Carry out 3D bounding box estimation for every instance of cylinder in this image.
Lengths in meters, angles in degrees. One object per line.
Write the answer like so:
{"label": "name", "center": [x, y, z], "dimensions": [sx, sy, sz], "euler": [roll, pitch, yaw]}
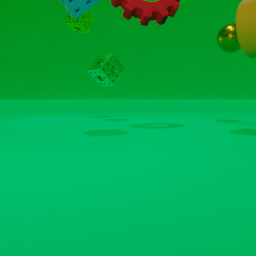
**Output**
{"label": "cylinder", "center": [3.285, -2.314, 6.098], "dimensions": [1.346, 1.346, 1.346], "euler": [-6, 3, -43]}

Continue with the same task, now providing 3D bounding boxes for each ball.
{"label": "ball", "center": [3.610, -3.129, 9.773], "dimensions": [0.987, 0.987, 0.987], "euler": [0, 6, 0]}

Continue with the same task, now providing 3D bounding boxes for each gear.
{"label": "gear", "center": [0.456, -3.606, 7.372], "dimensions": [1.938, 1.938, 0.358], "euler": [-2, -19, -14]}

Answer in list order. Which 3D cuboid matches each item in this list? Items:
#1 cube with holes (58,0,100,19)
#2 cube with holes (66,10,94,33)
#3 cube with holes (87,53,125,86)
{"label": "cube with holes", "center": [-1.125, -3.017, 5.748], "dimensions": [0.862, 0.862, 0.862], "euler": [-37, -26, -1]}
{"label": "cube with holes", "center": [-1.912, -4.283, 11.174], "dimensions": [0.703, 0.703, 0.703], "euler": [11, -11, 28]}
{"label": "cube with holes", "center": [-0.830, -2.195, 10.635], "dimensions": [0.858, 0.858, 0.858], "euler": [8, -32, 48]}
